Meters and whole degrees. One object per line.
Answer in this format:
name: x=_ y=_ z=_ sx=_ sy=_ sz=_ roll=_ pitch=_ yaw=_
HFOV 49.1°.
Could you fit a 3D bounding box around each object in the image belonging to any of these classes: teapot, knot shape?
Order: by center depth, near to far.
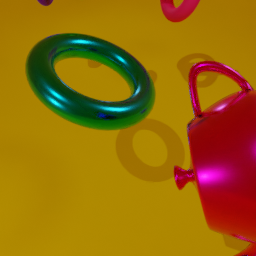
teapot: x=0.827 y=0.376 z=2.182 sx=0.908 sy=1.855 sz=1.153 roll=-13 pitch=3 yaw=15
knot shape: x=1.325 y=-3.277 z=5.692 sx=1.818 sy=1.942 sz=0.897 roll=-4 pitch=21 yaw=29

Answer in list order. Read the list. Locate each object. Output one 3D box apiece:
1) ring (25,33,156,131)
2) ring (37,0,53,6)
ring: x=-0.485 y=-0.739 z=4.092 sx=1.926 sy=0.385 sz=1.926 roll=15 pitch=43 yaw=-15
ring: x=-2.041 y=-3.638 z=6.687 sx=0.267 sy=1.333 sz=1.333 roll=1 pitch=47 yaw=3
